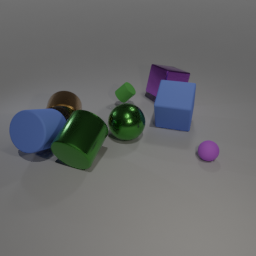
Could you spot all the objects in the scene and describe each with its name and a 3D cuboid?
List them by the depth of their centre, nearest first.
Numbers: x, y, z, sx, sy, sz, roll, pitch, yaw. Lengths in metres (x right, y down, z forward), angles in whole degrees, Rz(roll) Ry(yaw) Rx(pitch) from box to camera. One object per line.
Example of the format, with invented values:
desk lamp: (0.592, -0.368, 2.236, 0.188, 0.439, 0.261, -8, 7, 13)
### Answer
cylinder: (-1.529, 0.374, 9.013, 1.400, 1.400, 1.400, 12, 53, 20)
ball: (2.713, 0.767, 9.438, 0.700, 0.700, 0.700, 0, 29, 0)
cylinder: (-3.009, 0.057, 9.553, 1.400, 1.400, 1.400, 10, 8, 17)
ball: (-0.049, -0.226, 10.459, 1.400, 1.400, 1.400, 0, 29, 0)
cylinder: (-2.543, -0.580, 11.085, 1.400, 1.400, 1.400, -3, 30, -6)
cube: (1.889, -0.895, 11.213, 1.400, 1.400, 1.400, 8, 56, 15)
cylinder: (-0.119, -1.639, 12.915, 0.700, 0.700, 0.700, -37, 15, 28)
cube: (1.920, -2.221, 13.667, 1.400, 1.400, 1.400, -1, 24, -31)
